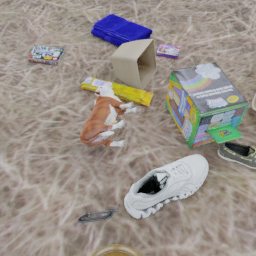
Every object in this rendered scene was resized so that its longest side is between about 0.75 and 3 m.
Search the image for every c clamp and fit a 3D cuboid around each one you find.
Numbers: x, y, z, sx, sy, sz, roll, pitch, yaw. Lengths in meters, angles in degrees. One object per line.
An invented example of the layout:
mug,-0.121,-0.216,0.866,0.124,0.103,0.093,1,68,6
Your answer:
c clamp,-0.805,2.431,7.828,1.137,0.972,0.154,-10,94,3

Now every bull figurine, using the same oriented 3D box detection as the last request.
bull figurine,-0.638,-0.454,9.310,1.610,0.864,2.652,3,52,20

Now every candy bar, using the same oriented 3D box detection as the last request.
candy bar,-0.487,-1.479,11.050,2.970,0.329,0.741,15,53,12

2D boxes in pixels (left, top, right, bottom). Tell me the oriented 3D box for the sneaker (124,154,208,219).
sneaker,1.239,1.528,8.149,2.915,1.181,1.095,-27,55,-21

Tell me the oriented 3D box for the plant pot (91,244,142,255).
plant pot,-0.297,3.818,6.902,1.896,0.261,1.896,0,51,0

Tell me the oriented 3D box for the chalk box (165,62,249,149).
chalk box,2.672,-0.569,9.445,1.760,1.752,2.829,-13,54,-12

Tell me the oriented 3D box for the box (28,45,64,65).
box,-3.639,-3.250,12.492,1.356,0.270,0.929,7,52,6

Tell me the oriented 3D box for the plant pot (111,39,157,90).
plant pot,0.199,-2.626,11.331,1.352,1.527,1.525,16,53,26

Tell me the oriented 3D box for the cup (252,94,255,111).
cup,6.021,-1.031,9.475,1.987,2.778,2.778,39,58,-3

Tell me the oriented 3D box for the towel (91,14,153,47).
towel,-0.306,-4.678,13.398,2.502,0.620,1.848,30,58,22

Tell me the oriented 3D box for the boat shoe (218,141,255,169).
boat shoe,3.848,0.859,9.071,1.749,0.523,0.625,13,53,10

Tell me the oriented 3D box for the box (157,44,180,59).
box,1.834,-3.478,12.724,0.963,0.188,0.659,13,53,10
